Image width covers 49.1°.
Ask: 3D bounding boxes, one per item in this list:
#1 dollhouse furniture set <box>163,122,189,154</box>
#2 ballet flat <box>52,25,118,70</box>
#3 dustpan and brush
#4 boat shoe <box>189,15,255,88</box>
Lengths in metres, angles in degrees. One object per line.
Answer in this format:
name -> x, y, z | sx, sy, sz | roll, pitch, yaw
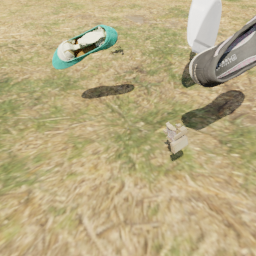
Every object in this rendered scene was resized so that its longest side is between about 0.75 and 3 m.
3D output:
dollhouse furniture set -> 0.902, 0.137, 6.193 | 0.403, 0.704, 0.825 | -31, 44, -16
ballet flat -> -1.283, -2.173, 7.367 | 2.070, 0.697, 0.728 | -19, -7, 17
dustpan and brush -> 2.353, -3.776, 8.532 | 0.840, 2.934, 2.048 | 24, 18, 27
boat shoe -> 2.503, -1.632, 5.267 | 2.843, 0.950, 0.810 | -33, 18, -3
